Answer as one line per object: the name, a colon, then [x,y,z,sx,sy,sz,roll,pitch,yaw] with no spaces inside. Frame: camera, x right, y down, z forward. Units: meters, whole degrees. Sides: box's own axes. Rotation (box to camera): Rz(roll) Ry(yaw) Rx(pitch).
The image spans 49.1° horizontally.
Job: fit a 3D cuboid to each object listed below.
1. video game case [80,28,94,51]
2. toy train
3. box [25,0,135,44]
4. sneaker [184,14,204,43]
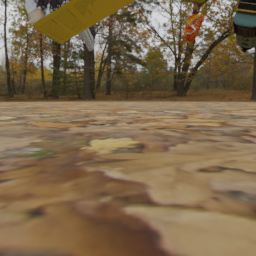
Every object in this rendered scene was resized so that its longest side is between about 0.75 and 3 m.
video game case: [-1.517,-3.353,8.600,0.191,1.734,1.579,-23,31,6]
toy train: [3.443,-3.007,7.816,0.960,1.283,2.252,21,2,22]
box: [-0.024,-1.977,3.108,2.514,0.946,0.630,-25,-13,16]
sneaker: [2.168,-3.363,9.366,0.521,0.550,1.427,19,55,22]
